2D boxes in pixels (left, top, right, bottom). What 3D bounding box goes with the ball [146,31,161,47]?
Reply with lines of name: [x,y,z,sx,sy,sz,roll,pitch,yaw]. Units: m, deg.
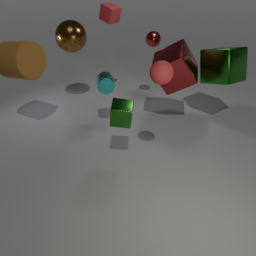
ball: [1.154,-4.061,12.793,0.700,0.700,0.700,0,31,0]

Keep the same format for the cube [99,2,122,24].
cube: [-0.812,-5.221,12.733,0.700,0.700,0.700,36,43,24]

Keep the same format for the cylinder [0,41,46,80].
cylinder: [-4.095,-2.573,10.626,1.400,1.400,1.400,10,32,30]

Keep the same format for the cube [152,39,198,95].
cube: [1.934,-2.477,11.481,1.400,1.400,1.400,-19,37,31]

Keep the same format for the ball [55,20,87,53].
ball: [-2.542,-4.081,12.494,1.400,1.400,1.400,0,31,0]

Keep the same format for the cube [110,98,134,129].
cube: [-0.207,-0.489,9.221,0.700,0.700,0.700,6,41,0]

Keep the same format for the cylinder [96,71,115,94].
cylinder: [-0.901,-1.818,11.249,0.700,0.700,0.700,-4,34,-7]

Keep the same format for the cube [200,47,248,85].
cube: [4.006,-2.634,11.766,1.400,1.400,1.400,-17,21,-37]

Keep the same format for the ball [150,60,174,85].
ball: [0.981,-1.622,8.205,0.700,0.700,0.700,0,31,0]
